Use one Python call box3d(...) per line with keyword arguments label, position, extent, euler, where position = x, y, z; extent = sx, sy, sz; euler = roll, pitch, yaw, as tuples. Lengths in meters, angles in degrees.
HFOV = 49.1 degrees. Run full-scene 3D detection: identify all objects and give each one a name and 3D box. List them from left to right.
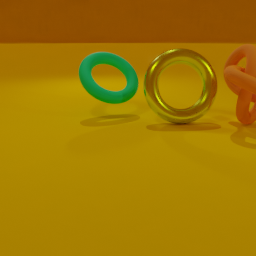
box3d(label="ring", position=(-0.538, -1.479, 8.144), extent=(1.806, 0.361, 1.806), euler=(11, 57, -17))
box3d(label="ring", position=(1.418, -1.121, 7.534), extent=(2.024, 2.024, 0.405), euler=(-2, 1, -5))
box3d(label="knot shape", position=(3.028, -1.239, 7.217), extent=(0.945, 1.914, 2.045), euler=(-17, -28, 20))
